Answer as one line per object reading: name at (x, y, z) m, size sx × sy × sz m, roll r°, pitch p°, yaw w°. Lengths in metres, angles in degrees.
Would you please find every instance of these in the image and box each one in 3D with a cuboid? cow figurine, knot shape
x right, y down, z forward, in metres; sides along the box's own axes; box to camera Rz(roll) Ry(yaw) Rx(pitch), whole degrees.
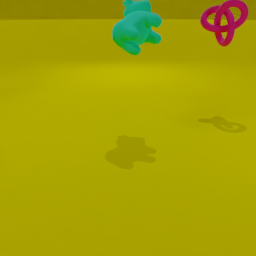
cow figurine at (0.100, -2.327, 6.270) m, size 1.456 × 0.799 × 1.432 m, roll -37°, pitch 55°, yaw -25°
knot shape at (2.624, -2.816, 7.655) m, size 1.226 × 1.148 × 0.567 m, roll 3°, pitch 17°, yaw 40°
